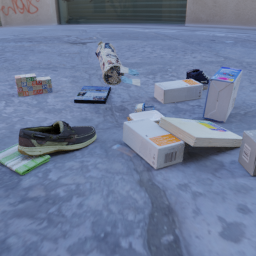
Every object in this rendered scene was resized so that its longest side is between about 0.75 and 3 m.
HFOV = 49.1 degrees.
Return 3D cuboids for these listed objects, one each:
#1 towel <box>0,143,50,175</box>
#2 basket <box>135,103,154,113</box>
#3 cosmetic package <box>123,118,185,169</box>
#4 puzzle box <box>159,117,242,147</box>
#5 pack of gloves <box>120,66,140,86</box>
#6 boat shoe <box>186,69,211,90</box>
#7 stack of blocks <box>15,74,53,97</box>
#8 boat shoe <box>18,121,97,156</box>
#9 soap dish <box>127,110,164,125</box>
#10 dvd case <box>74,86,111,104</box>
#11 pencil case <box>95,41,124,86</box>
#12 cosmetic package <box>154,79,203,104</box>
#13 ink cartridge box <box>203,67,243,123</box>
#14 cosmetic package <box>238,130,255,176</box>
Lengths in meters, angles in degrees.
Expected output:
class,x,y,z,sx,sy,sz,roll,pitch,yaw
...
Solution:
class,x,y,z,sx,sy,sz,roll,pitch,yaw
towel,-3.583,1.022,9.444,1.616,0.248,1.205,21,35,32
basket,0.748,-0.803,12.626,0.844,0.587,0.745,-3,26,15
cosmetic package,0.828,0.459,9.813,1.126,0.791,2.220,-11,28,-29
puzzle box,2.686,0.155,10.103,2.735,0.348,1.819,4,20,-35
pack of gloves,0.064,-2.021,11.072,0.855,0.169,0.718,9,66,-22
boat shoe,4.338,-2.856,16.145,2.468,1.145,0.922,-16,31,-28
stack of blocks,-5.146,-2.403,15.345,1.821,1.048,0.533,-11,29,-21
boat shoe,-2.371,0.231,9.914,2.968,0.962,1.086,-14,30,-41
soap dish,0.782,-0.241,11.533,1.393,0.566,1.096,-11,28,-20
dvd case,-1.853,-1.815,15.122,1.639,0.202,2.297,3,26,3
pencil case,-0.855,-2.960,12.765,1.138,0.990,2.544,34,24,-35
cosmetic package,2.637,-1.949,14.704,2.263,0.806,1.148,-10,28,-18
ink cartridge box,4.415,-1.647,12.861,1.057,1.889,2.769,18,31,25
cosmetic package,4.835,0.700,8.931,2.274,1.215,1.026,-5,26,-6
